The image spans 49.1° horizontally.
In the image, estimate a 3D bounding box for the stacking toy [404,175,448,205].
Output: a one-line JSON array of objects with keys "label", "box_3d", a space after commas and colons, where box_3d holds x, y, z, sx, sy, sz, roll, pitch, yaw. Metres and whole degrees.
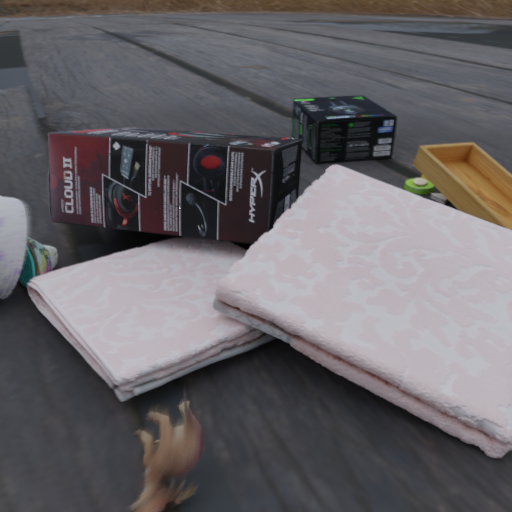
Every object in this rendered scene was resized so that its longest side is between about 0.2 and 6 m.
[{"label": "stacking toy", "box_3d": [3.900, -1.663, 11.734, 1.302, 0.607, 1.438, -20, 34, -32]}]

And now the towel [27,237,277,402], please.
[{"label": "towel", "box_3d": [-1.145, 0.584, 7.719, 3.079, 0.496, 2.941, -17, 32, -34]}]

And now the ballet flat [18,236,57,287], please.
[{"label": "ballet flat", "box_3d": [-3.607, -0.035, 8.879, 1.958, 0.677, 0.697, 27, 16, 40]}]

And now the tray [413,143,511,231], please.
[{"label": "tray", "box_3d": [4.210, -1.168, 10.311, 1.329, 0.499, 2.694, -7, 44, -21]}]

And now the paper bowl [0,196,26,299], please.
[{"label": "paper bowl", "box_3d": [-3.859, -0.141, 7.941, 0.768, 1.477, 1.477, 8, 19, -39]}]

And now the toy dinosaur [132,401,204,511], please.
[{"label": "toy dinosaur", "box_3d": [-0.727, 1.832, 5.105, 0.485, 1.129, 0.765, 11, 32, -50]}]

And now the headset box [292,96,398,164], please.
[{"label": "headset box", "box_3d": [2.119, -3.255, 14.116, 2.024, 1.078, 2.324, -5, 29, -10]}]

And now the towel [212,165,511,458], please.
[{"label": "towel", "box_3d": [1.886, 0.316, 7.426, 3.678, 0.621, 3.851, 25, 41, 18]}]

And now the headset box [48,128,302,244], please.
[{"label": "headset box", "box_3d": [-1.386, -1.368, 9.674, 3.970, 1.489, 2.951, 6, 15, 12]}]
